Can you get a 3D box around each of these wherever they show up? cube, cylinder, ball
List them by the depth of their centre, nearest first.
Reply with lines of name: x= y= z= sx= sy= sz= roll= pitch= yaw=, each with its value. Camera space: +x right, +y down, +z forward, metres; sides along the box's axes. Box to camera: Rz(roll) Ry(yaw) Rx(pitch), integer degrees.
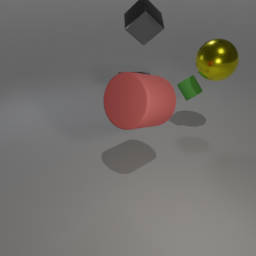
cylinder: x=0.324 y=-0.701 z=7.286 sx=1.400 sy=1.400 sz=1.400 roll=21 pitch=17 yaw=33
ball: x=2.991 y=-2.282 z=9.442 sx=1.400 sy=1.400 sz=1.400 roll=0 pitch=29 yaw=0
cylinder: x=2.296 y=-1.479 z=10.383 sx=0.700 sy=0.700 sz=0.700 roll=-30 pitch=-1 yaw=-1
cube: x=0.783 y=-5.324 z=13.951 sx=1.400 sy=1.400 sz=1.400 roll=30 pitch=42 yaw=-35
